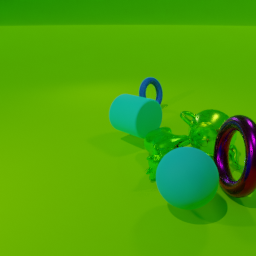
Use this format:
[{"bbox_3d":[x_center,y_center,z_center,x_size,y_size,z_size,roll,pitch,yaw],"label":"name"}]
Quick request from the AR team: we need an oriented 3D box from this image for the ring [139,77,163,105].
[{"bbox_3d":[0.851,-1.235,10.239,0.247,1.236,1.236,3,18,44],"label":"ring"}]

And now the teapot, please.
[{"bbox_3d":[2.056,0.219,6.870,1.915,1.191,0.938,42,39,10],"label":"teapot"}]

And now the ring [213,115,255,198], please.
[{"bbox_3d":[2.113,0.540,5.465,0.321,1.604,1.604,4,22,-7],"label":"ring"}]

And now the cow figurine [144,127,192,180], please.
[{"bbox_3d":[0.770,0.532,6.520,1.541,0.860,1.566,-10,25,-33],"label":"cow figurine"}]

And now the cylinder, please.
[{"bbox_3d":[0.208,-0.333,7.605,1.053,1.053,1.053,-19,26,-39],"label":"cylinder"}]

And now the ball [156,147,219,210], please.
[{"bbox_3d":[1.018,0.861,4.846,1.064,1.064,1.064,0,22,0],"label":"ball"}]
